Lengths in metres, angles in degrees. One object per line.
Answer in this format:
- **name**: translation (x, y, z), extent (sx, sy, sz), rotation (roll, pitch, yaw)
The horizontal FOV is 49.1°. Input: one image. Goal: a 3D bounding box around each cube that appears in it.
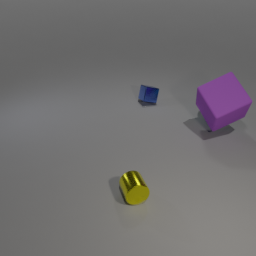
- **cube**: translation (3.504, -0.948, 10.465), extent (1.400, 1.400, 1.400), rotation (-25, 67, 1)
- **cube**: translation (0.998, -1.663, 13.569), extent (0.700, 0.700, 0.700), rotation (5, 15, -23)

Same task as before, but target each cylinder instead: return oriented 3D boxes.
- **cylinder**: translation (0.173, 1.688, 7.949), extent (0.700, 0.700, 0.700), rotation (-9, 30, -15)
